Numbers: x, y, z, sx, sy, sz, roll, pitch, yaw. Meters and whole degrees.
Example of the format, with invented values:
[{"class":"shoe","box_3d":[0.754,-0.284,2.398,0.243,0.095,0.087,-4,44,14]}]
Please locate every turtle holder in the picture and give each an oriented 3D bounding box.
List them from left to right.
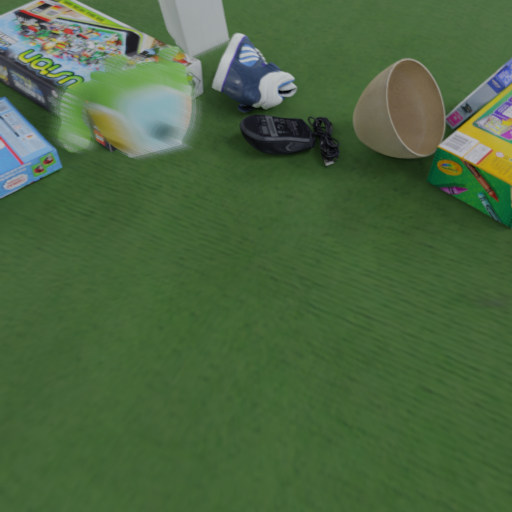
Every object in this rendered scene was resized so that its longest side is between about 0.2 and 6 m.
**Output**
[{"class":"turtle holder","box_3d":[-1.441,-1.717,6.525,1.161,1.085,1.528,-3,18,38]}]

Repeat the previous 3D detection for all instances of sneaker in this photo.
[{"class":"sneaker","box_3d":[0.064,-3.386,10.524,1.457,0.802,1.990,20,39,-5]}]

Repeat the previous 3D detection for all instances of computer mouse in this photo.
[{"class":"computer mouse","box_3d":[0.518,-1.963,9.484,1.682,0.443,1.165,4,47,-12]}]

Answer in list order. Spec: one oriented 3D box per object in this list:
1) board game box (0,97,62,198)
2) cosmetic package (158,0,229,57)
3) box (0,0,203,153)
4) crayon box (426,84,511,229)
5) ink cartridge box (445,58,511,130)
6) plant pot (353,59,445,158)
[{"class":"board game box","box_3d":[-4.762,-1.473,8.990,2.547,0.466,1.927,-33,57,-25]},{"class":"cosmetic package","box_3d":[-1.020,-3.856,7.906,0.733,1.727,0.929,-29,59,-9]},{"class":"box","box_3d":[-3.313,-3.658,10.649,4.200,0.729,2.312,32,57,24]},{"class":"crayon box","box_3d":[4.169,-1.726,9.010,1.545,0.758,2.602,37,59,27]},{"class":"ink cartridge box","box_3d":[3.960,-2.840,9.484,0.325,1.551,0.925,47,61,3]},{"class":"plant pot","box_3d":[2.208,-2.278,9.180,1.040,1.550,1.550,-8,34,50]}]
